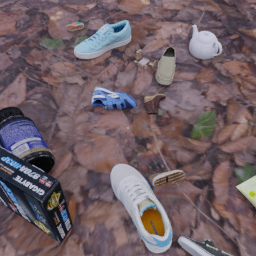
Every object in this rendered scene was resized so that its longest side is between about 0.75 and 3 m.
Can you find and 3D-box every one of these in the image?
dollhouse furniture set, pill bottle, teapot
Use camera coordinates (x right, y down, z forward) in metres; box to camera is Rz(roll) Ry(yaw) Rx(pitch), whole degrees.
[{"bbox_3d":[0.708,-2.942,12.187,0.958,0.424,0.496,38,63,23],"label":"dollhouse furniture set"},{"bbox_3d":[-3.532,0.471,9.224,1.377,1.377,2.463,-29,60,-18],"label":"pill bottle"},{"bbox_3d":[3.421,-3.780,12.401,1.401,1.023,1.383,11,56,6],"label":"teapot"}]

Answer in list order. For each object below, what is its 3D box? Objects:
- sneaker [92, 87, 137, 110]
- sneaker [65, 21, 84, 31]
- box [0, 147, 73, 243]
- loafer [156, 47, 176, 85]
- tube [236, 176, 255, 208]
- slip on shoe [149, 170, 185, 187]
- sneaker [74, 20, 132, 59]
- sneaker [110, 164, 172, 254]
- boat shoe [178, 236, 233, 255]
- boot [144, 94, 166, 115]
[{"bbox_3d":[-0.546,-0.982,10.712,1.845,0.682,0.759,14,60,17],"label":"sneaker"},{"bbox_3d":[-2.624,-4.990,13.693,0.924,0.330,0.369,-11,49,-12],"label":"sneaker"},{"bbox_3d":[-2.673,1.779,7.433,2.260,2.843,0.654,26,54,16],"label":"box"},{"bbox_3d":[1.615,-2.672,11.827,0.774,0.698,2.045,7,56,5],"label":"loafer"},{"bbox_3d":[4.266,2.442,8.420,0.618,0.553,2.129,10,37,-45],"label":"tube"},{"bbox_3d":[0.944,1.182,6.743,0.908,0.345,0.275,-13,24,-22],"label":"slip on shoe"},{"bbox_3d":[-1.160,-4.096,12.528,2.864,1.173,1.059,-29,59,-19],"label":"sneaker"},{"bbox_3d":[0.392,2.125,8.225,1.106,1.167,2.890,-27,59,-16],"label":"sneaker"},{"bbox_3d":[2.178,3.384,7.751,1.623,0.574,0.517,28,60,9],"label":"boat shoe"},{"bbox_3d":[1.107,-0.907,10.911,0.913,0.330,0.759,-9,68,-8],"label":"boot"}]
